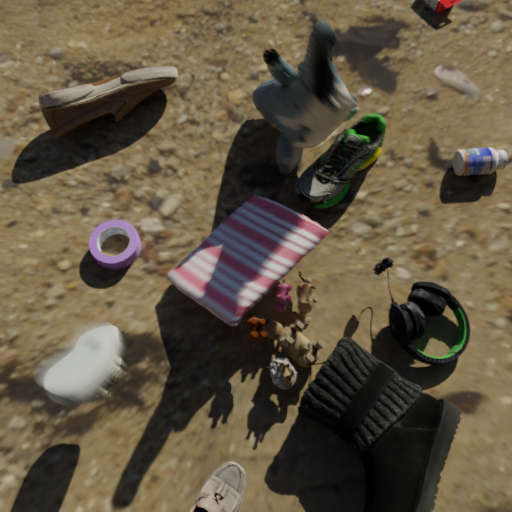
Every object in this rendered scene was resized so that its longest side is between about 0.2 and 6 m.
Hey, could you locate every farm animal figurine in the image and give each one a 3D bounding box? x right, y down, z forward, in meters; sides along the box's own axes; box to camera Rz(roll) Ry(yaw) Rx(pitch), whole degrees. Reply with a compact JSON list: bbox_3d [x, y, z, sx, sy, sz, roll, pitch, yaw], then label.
[{"bbox_3d":[0.602,1.320,9.944,1.635,0.852,1.617,-30,81,-24],"label":"farm animal figurine"}]

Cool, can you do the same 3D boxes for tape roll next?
[{"bbox_3d":[-2.750,-0.218,10.926,0.945,0.310,0.945,0,63,0],"label":"tape roll"}]

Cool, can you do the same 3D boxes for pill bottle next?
[{"bbox_3d":[4.650,-1.963,11.631,0.972,0.545,0.545,-5,64,-2],"label":"pill bottle"}]

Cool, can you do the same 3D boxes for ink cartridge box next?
[{"bbox_3d":[4.556,-6.407,13.884,0.566,0.328,0.975,-30,68,-14],"label":"ink cartridge box"}]

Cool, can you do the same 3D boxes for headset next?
[{"bbox_3d":[2.915,0.928,9.982,1.335,1.016,2.162,-41,82,-18],"label":"headset"}]

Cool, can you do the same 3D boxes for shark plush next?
[{"bbox_3d":[0.618,-2.860,10.138,2.047,4.505,1.876,-41,91,9],"label":"shark plush"}]

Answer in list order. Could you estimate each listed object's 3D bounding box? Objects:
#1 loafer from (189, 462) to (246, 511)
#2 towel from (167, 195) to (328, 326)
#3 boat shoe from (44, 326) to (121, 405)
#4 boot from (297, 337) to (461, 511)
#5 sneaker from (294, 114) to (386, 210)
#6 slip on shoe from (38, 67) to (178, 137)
[{"bbox_3d":[-0.781,4.115,8.665,0.710,0.621,1.975,30,68,14],"label":"loafer"},{"bbox_3d":[-0.161,0.020,10.348,2.583,0.386,1.890,-44,49,-18],"label":"towel"},{"bbox_3d":[-2.347,1.682,8.080,0.792,2.240,0.713,-11,101,3],"label":"boat shoe"},{"bbox_3d":[1.617,3.049,8.822,2.351,1.183,3.144,30,57,6],"label":"boot"},{"bbox_3d":[1.684,-1.981,11.342,0.997,1.088,2.554,36,70,16],"label":"sneaker"},{"bbox_3d":[-3.096,-3.385,12.165,3.001,1.141,0.909,-20,106,-19],"label":"slip on shoe"}]
